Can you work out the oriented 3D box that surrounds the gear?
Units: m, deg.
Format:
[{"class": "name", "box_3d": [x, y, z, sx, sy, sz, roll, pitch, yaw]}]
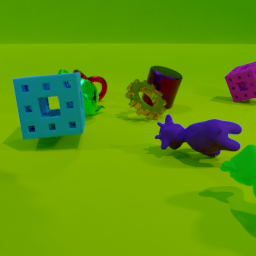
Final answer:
[{"class": "gear", "box_3d": [0.547, -0.860, 8.351, 1.316, 1.316, 0.243, -18, -19, -43]}]

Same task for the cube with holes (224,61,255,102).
[{"class": "cube with holes", "box_3d": [4.362, -1.704, 10.203, 1.034, 1.034, 1.034, -9, 23, 49]}]

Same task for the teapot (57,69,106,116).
[{"class": "teapot", "box_3d": [-1.381, -0.955, 8.331, 1.270, 2.043, 1.000, 7, 60, 42]}]

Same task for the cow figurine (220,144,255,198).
[{"class": "cow figurine", "box_3d": [1.859, 0.823, 3.717, 0.715, 1.303, 1.282, 32, -34, -31]}]

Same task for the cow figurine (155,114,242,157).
[{"class": "cow figurine", "box_3d": [1.310, 0.134, 5.500, 1.359, 0.758, 1.381, 14, -14, -14]}]

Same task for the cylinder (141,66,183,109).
[{"class": "cylinder", "box_3d": [1.140, -1.382, 9.510, 1.135, 1.135, 1.135, 13, 28, -7]}]

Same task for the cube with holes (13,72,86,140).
[{"class": "cube with holes", "box_3d": [-1.685, -0.556, 6.345, 1.256, 1.256, 1.256, -6, 13, -5]}]

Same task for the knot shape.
[{"class": "knot shape", "box_3d": [-1.520, -1.518, 10.086, 1.475, 1.380, 0.682, -36, 4, -36]}]
